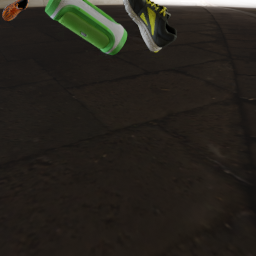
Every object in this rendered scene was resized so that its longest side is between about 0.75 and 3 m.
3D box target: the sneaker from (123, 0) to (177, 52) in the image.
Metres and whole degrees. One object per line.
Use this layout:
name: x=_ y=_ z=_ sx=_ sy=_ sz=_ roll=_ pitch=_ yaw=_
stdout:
sneaker: x=0.514 y=-2.581 z=6.240 sx=0.754 sy=1.781 sz=0.663 roll=-15 pitch=42 yaw=29

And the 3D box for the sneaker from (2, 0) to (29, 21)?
sneaker: x=-3.466 y=-3.664 z=8.587 sx=0.996 sy=0.386 sz=0.558 roll=-43 pitch=34 yaw=5

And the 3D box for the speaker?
speaker: x=-1.148 y=-3.048 z=8.058 sx=2.277 sy=1.007 sz=1.007 roll=27 pitch=16 yaw=-30
